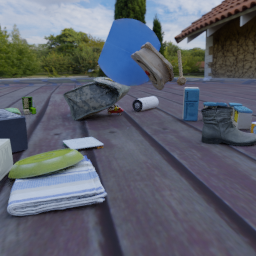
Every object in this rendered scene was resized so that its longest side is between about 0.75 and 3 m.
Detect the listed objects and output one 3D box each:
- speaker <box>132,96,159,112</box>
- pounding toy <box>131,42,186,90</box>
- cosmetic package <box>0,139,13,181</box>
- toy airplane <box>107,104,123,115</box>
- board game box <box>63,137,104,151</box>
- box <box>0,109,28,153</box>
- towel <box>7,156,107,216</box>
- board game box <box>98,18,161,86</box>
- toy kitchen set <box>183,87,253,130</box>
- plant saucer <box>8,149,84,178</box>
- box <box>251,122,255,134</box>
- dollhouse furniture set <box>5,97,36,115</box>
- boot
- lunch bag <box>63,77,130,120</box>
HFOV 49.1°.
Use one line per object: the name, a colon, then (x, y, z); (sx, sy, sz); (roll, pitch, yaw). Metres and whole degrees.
speaker: (1.049, -1.414, 16.281); (0.724, 0.724, 1.782); (10, 17, 35)
pounding toy: (1.391, -2.520, 11.325); (1.383, 2.411, 1.378); (-42, -7, -7)
cosmetic package: (-3.280, 0.857, 6.532); (0.572, 0.847, 1.609); (-2, 12, -2)
toy airplane: (-0.723, -0.971, 14.670); (0.836, 0.593, 0.840); (2, 3, -18)
board game box: (-1.504, 0.543, 9.319); (1.080, 0.140, 1.080); (-7, 15, -27)
box: (-4.428, 0.152, 8.728); (1.883, 1.160, 1.868); (-12, 18, -41)
towel: (-1.596, 1.188, 6.318); (1.842, 0.299, 2.509); (-6, 13, -14)
board game box: (0.047, -3.237, 12.322); (2.338, 2.960, 0.576); (21, -8, -12)
toy kitchen set: (3.853, -0.930, 12.429); (2.651, 1.562, 2.124); (1, 14, 7)
plant saucer: (-2.027, 0.816, 6.947); (1.840, 0.286, 1.840); (-11, 6, 1)
box: (5.800, 0.186, 9.995); (1.644, 0.573, 2.762); (-5, 12, -19)
dollhouse furniture set: (-5.870, -1.163, 14.966); (1.664, 0.835, 1.090); (-7, 15, -29)
boot: (3.475, -0.104, 9.541); (1.973, 1.289, 0.668); (2, 14, 9)
lunch bag: (-1.382, -1.642, 13.854); (2.779, 1.634, 2.279); (-18, 9, 16)
